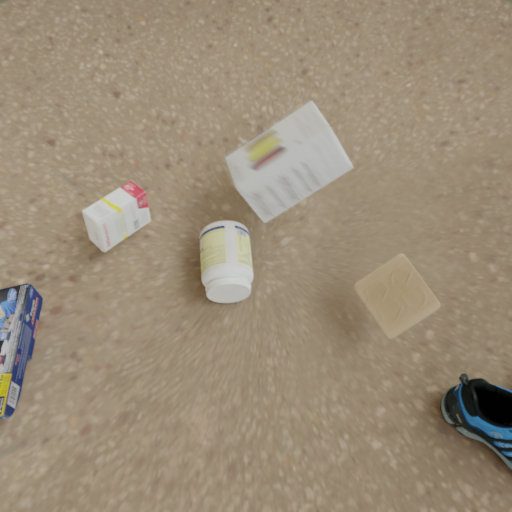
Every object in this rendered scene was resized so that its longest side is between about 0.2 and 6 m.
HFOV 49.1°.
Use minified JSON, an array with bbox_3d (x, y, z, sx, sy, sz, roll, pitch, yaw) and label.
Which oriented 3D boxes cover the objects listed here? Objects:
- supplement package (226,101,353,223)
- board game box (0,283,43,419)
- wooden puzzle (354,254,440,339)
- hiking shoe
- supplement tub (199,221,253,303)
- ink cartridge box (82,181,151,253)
[{"bbox_3d":[0.595,-1.764,10.617,1.989,1.090,1.131,-32,40,10],"label":"supplement package"},{"bbox_3d":[-5.398,1.745,10.121,2.467,0.761,2.468,-1,61,1],"label":"board game box"},{"bbox_3d":[2.475,0.714,9.901,1.072,0.268,1.157,-35,77,8],"label":"wooden puzzle"},{"bbox_3d":[4.435,2.984,9.161,2.796,1.212,1.040,26,64,14],"label":"hiking shoe"},{"bbox_3d":[-0.580,0.121,10.898,0.999,0.999,1.378,-4,61,-2],"label":"supplement tub"},{"bbox_3d":[-2.753,-0.782,11.105,0.507,0.881,1.214,36,58,24],"label":"ink cartridge box"}]
